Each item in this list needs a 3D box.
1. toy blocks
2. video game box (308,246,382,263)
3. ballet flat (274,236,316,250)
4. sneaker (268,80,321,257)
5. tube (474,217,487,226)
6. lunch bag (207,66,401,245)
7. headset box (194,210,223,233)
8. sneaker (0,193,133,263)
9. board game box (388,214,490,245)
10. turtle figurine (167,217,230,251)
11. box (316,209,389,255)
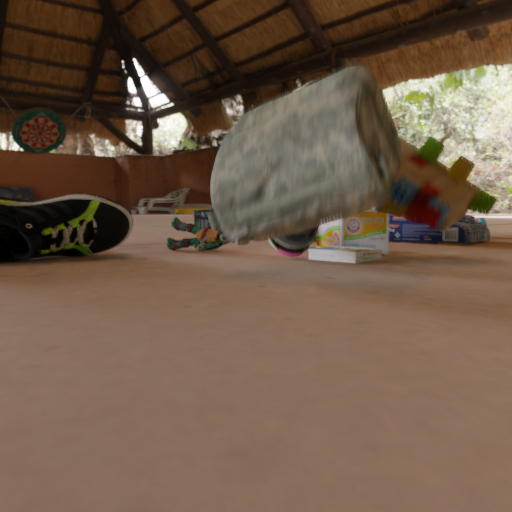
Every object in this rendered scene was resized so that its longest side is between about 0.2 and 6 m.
[{"bbox_3d":[2.478,-1.150,9.190,2.375,1.187,1.623,40,42,24],"label":"toy blocks"},{"bbox_3d":[1.474,-0.027,9.256,0.918,0.215,0.836,5,5,42],"label":"video game box"},{"bbox_3d":[0.901,-0.482,11.702,0.781,0.660,2.065,44,26,23],"label":"ballet flat"},{"bbox_3d":[0.806,-1.578,9.488,1.163,3.153,1.379,12,-7,-7],"label":"sneaker"},{"bbox_3d":[5.445,-0.763,15.971,2.064,0.520,0.799,-4,-4,9],"label":"tube"},{"bbox_3d":[0.630,-1.174,7.420,2.370,1.651,1.988,-16,26,26],"label":"lunch bag"},{"bbox_3d":[-0.965,-1.031,17.069,1.630,0.756,1.419,2,6,24],"label":"headset box"},{"bbox_3d":[-3.547,-0.261,9.134,3.217,1.154,1.332,-3,32,-27],"label":"sneaker"},{"bbox_3d":[4.515,-0.711,13.951,2.249,0.694,2.248,4,8,39],"label":"board game box"},{"bbox_3d":[-1.018,-0.420,11.118,1.427,0.719,1.069,0,46,19],"label":"turtle figurine"},{"bbox_3d":[1.809,-0.495,10.779,0.943,0.850,1.677,-1,5,-10],"label":"box"}]
